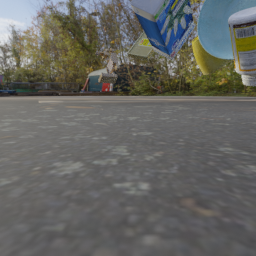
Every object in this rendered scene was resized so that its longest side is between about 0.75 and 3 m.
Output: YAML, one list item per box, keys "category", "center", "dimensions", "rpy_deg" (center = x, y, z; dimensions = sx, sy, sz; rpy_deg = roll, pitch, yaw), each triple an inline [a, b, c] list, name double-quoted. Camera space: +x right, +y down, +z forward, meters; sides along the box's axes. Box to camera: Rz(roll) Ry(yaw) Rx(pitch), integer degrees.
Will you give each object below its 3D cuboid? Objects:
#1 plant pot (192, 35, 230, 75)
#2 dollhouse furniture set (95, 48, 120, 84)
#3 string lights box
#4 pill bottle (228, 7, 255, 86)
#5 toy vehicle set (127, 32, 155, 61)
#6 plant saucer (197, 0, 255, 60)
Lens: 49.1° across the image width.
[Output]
- category: "plant pot"
  center: [3.139, -3.055, 10.470]
  dimensions: [1.763, 1.252, 1.763]
  rpy_deg: [-43, 12, 11]
- category: "dollhouse furniture set"
  center: [-0.797, -2.372, 10.208]
  dimensions: [0.605, 1.366, 0.708]
  rpy_deg: [-1, -31, -26]
- category: "string lights box"
  center: [0.749, -2.175, 5.477]
  dimensions: [0.533, 0.929, 1.808]
  rpy_deg: [35, 2, 22]
- category: "pill bottle"
  center: [2.072, -1.322, 4.633]
  dimensions: [0.647, 1.185, 0.647]
  rpy_deg: [-16, 27, 8]
- category: "toy vehicle set"
  center: [0.738, -3.271, 10.916]
  dimensions: [0.927, 1.492, 0.198]
  rpy_deg: [21, -25, 32]
- category: "plant saucer"
  center: [2.832, -2.687, 6.502]
  dimensions: [0.484, 2.513, 2.513]
  rpy_deg: [19, -7, -43]
